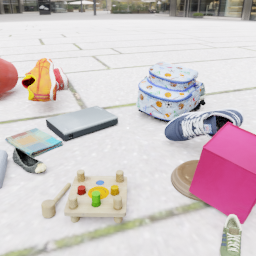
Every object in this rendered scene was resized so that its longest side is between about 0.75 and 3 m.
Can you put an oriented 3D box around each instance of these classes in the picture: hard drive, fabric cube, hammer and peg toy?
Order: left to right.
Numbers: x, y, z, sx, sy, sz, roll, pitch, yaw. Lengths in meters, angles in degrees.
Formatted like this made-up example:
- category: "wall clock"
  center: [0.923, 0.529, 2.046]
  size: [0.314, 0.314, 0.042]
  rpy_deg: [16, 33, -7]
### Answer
- category: "hard drive"
  center: [-1.421, -0.195, 8.738]
  size: [1.863, 0.306, 1.300]
  rpy_deg: [-19, 31, -34]
- category: "hammer and peg toy"
  center: [-0.808, 1.257, 5.418]
  size: [1.590, 0.561, 1.170]
  rpy_deg: [1, 26, 2]
- category: "fabric cube"
  center: [2.053, 0.806, 5.368]
  size: [1.170, 1.189, 1.193]
  rpy_deg: [29, 41, 30]

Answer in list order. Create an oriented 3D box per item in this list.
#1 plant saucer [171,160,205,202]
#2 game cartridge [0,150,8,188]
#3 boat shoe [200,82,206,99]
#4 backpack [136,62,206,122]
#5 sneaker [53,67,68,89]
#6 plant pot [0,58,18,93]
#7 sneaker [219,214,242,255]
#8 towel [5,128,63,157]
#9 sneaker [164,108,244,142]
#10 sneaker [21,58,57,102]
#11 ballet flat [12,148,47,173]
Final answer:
- category: "plant saucer"
  center: [1.672, 1.097, 6.178]
  size: [1.447, 0.213, 1.447]
  rpy_deg: [0, 25, 0]
- category: "game cartridge"
  center: [-3.812, 1.042, 6.100]
  size: [2.109, 0.438, 1.404]
  rpy_deg: [-7, 22, -14]
- category: "boat shoe"
  center: [2.150, -1.351, 10.777]
  size: [1.884, 0.582, 0.686]
  rpy_deg: [-13, 32, -18]
- category: "backpack"
  center: [1.334, -1.190, 9.414]
  size: [2.202, 1.696, 2.097]
  rpy_deg: [17, 42, 26]
- category: "sneaker"
  center: [-3.422, -2.227, 12.501]
  size: [1.099, 0.746, 1.903]
  rpy_deg: [-11, 27, -25]
- category: "plant pot"
  center: [-5.359, -2.083, 11.106]
  size: [1.787, 1.787, 1.581]
  rpy_deg: [6, 9, 13]
- category: "sneaker"
  center: [1.658, 1.781, 4.501]
  size: [0.310, 0.415, 0.924]
  rpy_deg: [8, 27, 16]
- category: "towel"
  center: [-2.615, 0.357, 7.758]
  size: [1.399, 0.152, 1.026]
  rpy_deg: [22, 31, 38]
- category: "sneaker"
  center: [1.729, -0.014, 6.906]
  size: [2.073, 0.727, 1.125]
  rpy_deg: [-14, 6, 27]
- category: "sneaker"
  center: [-3.317, -1.919, 10.348]
  size: [1.156, 1.094, 2.998]
  rpy_deg: [1, 28, -20]
- category: "ballet flat"
  center: [-2.383, 0.788, 6.662]
  size: [1.169, 0.332, 0.389]
  rpy_deg: [17, 30, 31]
